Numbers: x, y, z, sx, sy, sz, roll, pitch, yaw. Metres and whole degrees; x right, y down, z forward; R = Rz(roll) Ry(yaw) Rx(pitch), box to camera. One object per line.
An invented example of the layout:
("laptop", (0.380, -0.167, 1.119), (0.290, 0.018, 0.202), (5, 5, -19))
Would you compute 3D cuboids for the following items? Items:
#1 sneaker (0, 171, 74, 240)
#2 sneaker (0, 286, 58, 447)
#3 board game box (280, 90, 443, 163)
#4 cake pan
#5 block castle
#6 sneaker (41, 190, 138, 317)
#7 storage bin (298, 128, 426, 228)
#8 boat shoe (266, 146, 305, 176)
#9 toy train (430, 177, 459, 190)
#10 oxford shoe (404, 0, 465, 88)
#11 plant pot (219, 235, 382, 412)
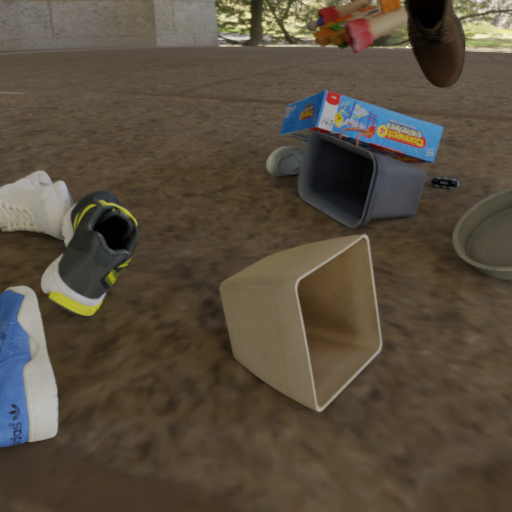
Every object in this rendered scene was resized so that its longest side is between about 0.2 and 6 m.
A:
("sneaker", (-4.106, -0.749, 10.116), (1.400, 1.098, 2.817), (-23, 24, -27))
("sneaker", (-3.033, 1.122, 6.051), (1.373, 0.947, 2.468), (-4, 31, -27))
("board game box", (2.263, -2.838, 12.795), (2.765, 0.789, 2.824), (13, 5, -14))
("cake pan", (4.245, -0.376, 8.931), (2.098, 0.385, 2.098), (-23, 31, 15))
("block castle", (1.023, -3.276, 6.873), (0.912, 1.298, 1.943), (-22, 28, 6))
("sneaker", (-2.222, -0.302, 8.418), (1.103, 1.254, 2.963), (37, 21, -26))
("storage bin", (2.176, -1.641, 11.271), (1.579, 1.710, 2.350), (-1, 23, -29))
("boat shoe", (1.130, -2.308, 13.567), (1.958, 0.683, 0.697), (-17, 26, -38))
("toy train", (4.307, -1.679, 12.780), (0.616, 0.263, 0.351), (10, 18, 21))
("oxford shoe", (2.442, -3.190, 7.879), (0.777, 2.139, 0.903), (-4, 48, 30))
("plant pot", (0.461, 0.672, 6.588), (1.346, 1.520, 1.519), (3, 22, 40))
